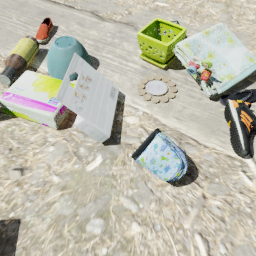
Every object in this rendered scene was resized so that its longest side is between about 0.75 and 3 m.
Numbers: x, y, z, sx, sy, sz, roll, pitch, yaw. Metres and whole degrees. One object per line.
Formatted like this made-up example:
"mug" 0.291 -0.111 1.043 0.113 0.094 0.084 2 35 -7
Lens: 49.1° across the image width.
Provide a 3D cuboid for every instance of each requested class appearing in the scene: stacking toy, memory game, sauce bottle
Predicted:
"stacking toy" 2.482 -2.038 9.759 0.909 0.823 0.384 24 75 13
"memory game" 1.134 -1.555 11.051 1.640 0.104 1.640 0 51 0
"sauce bottle" -4.533 -2.820 11.605 0.849 0.849 2.623 8 49 7

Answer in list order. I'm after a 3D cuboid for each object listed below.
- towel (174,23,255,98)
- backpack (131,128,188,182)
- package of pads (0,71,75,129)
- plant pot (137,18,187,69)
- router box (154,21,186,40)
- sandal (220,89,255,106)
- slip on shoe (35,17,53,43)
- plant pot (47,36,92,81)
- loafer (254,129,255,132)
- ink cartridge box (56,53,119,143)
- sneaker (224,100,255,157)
"towel" 3.568 -2.771 11.079 2.986 0.719 2.556 -30 79 -25
"backpack" 1.044 0.928 8.344 1.564 1.203 1.276 42 93 3
"package of pads" -3.173 -1.114 10.227 2.364 0.806 1.826 17 53 13
"plant pot" 1.383 -3.498 11.810 1.540 1.404 1.548 31 57 22
"router box" 1.766 -4.465 13.193 1.580 0.491 1.184 -9 51 -6
"sandal" 4.288 -1.185 10.584 1.624 0.348 0.617 -15 52 -12
"slip on shoe" -4.016 -4.657 13.333 0.650 0.537 1.756 7 52 4
"plant pot" -2.489 -3.009 11.506 1.872 1.261 1.872 0 50 0
"loafer" 4.565 0.307 9.421 0.287 0.278 0.818 -16 47 -7
"ink cartridge box" -1.346 -1.027 9.379 2.150 0.539 2.477 37 40 -27
"sneaker" 3.953 -0.086 9.372 1.048 0.815 2.329 0 48 3
